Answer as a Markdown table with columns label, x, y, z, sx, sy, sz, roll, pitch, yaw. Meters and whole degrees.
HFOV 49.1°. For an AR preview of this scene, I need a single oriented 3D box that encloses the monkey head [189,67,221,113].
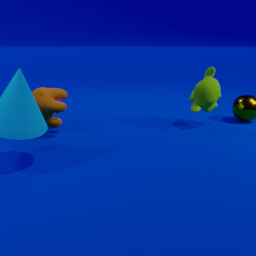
| label | x | y | z | sx | sy | sz | roll | pitch | yaw |
| --- | --- | --- | --- | --- | --- | --- | --- | --- | --- |
| monkey head | 2.180 | -1.019 | 8.236 | 1.052 | 1.463 | 0.882 | 15 | -13 | 43 |

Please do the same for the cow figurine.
| label | x | y | z | sx | sy | sz | roll | pitch | yaw |
| --- | --- | --- | --- | --- | --- | --- | --- | --- | --- |
| cow figurine | -2.564 | -0.512 | 7.500 | 1.647 | 1.674 | 0.919 | 8 | 59 | -19 |

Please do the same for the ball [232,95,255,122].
| label | x | y | z | sx | sy | sz | roll | pitch | yaw |
| --- | --- | --- | --- | --- | --- | --- | --- | --- | --- |
| ball | 3.702 | -0.620 | 8.769 | 0.851 | 0.851 | 0.851 | 0 | 18 | 0 |

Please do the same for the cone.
| label | x | y | z | sx | sy | sz | roll | pitch | yaw |
| --- | --- | --- | --- | --- | --- | --- | --- | --- | --- |
| cone | -2.102 | -0.560 | 5.357 | 1.182 | 1.186 | 1.182 | 11 | 24 | -5 |
